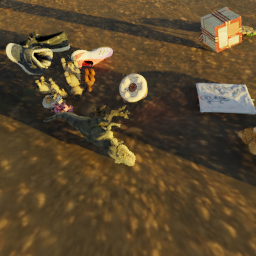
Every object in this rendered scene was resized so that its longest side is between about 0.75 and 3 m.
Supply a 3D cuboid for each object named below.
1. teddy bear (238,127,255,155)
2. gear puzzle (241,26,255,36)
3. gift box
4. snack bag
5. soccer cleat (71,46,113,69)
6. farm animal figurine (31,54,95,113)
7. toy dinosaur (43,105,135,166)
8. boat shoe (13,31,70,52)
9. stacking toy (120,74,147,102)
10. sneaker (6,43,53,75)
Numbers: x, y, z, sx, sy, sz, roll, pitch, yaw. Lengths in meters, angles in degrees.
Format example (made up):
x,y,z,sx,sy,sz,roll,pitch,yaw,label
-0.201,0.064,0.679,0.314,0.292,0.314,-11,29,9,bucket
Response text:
x,y,z,sx,sy,sz,roll,pitch,yaw,label
3.176,0.423,6.381,1.028,0.473,1.418,-1,37,-4,teddy bear
5.279,-4.452,12.965,2.216,0.290,1.148,0,35,-5,gear puzzle
3.724,-3.944,11.477,1.312,1.422,1.328,-19,43,-4,gift box
2.881,-0.876,8.318,1.582,0.180,1.678,3,37,5,snack bag
-1.231,-2.585,10.352,1.733,0.591,0.634,-20,69,-35,soccer cleat
-1.801,-1.138,8.192,1.377,0.858,1.705,37,71,13,farm animal figurine
-0.778,-0.109,6.966,2.901,0.688,1.278,25,50,34,toy dinosaur
-3.603,-3.485,11.215,2.408,0.799,0.900,-3,37,-4,boat shoe
0.293,-1.044,8.042,0.784,0.784,1.072,19,0,23,stacking toy
-2.800,-2.080,8.904,1.251,0.658,1.731,10,-5,18,sneaker
